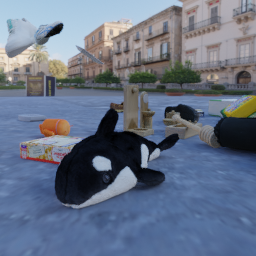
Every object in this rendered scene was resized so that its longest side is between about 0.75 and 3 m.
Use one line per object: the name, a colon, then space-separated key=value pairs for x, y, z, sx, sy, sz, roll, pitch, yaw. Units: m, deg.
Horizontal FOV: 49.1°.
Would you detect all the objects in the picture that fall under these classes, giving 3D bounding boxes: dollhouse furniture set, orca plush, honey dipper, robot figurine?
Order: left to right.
robot figurine: x=-1.806 y=0.014 z=6.989 sx=0.826 sy=0.482 sz=0.594 roll=2 pitch=-12 yaw=19
orca plush: x=-0.010 y=0.192 z=3.937 sx=1.392 sy=0.941 sz=2.646 roll=7 pitch=10 yaw=40
dollhouse furniture set: x=0.970 y=-0.491 z=7.510 sx=1.613 sy=1.314 sz=1.534 roll=6 pitch=10 yaw=35
honey dipper: x=1.554 y=-0.042 z=6.672 sx=0.387 sy=0.387 sz=2.036 roll=-2 pitch=17 yaw=-17

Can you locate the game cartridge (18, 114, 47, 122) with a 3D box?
game cartridge: x=-3.782 y=-0.401 z=10.918 sx=0.779 sy=0.239 sz=1.171 roll=-2 pitch=7 yaw=-42

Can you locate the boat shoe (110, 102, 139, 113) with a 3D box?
boat shoe: x=-0.176 y=-1.108 z=14.730 sx=1.631 sy=0.551 sz=0.587 roll=-3 pitch=8 yaw=-19

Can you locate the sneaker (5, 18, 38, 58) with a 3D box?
sneaker: x=-4.065 y=-3.431 z=10.281 sx=1.018 sy=1.197 sz=2.706 roll=-28 pitch=25 yaw=13

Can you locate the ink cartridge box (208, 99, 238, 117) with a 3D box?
ink cartridge box: x=4.722 y=-0.920 z=12.641 sx=1.784 sy=0.741 sz=1.308 roll=-6 pitch=10 yaw=-36

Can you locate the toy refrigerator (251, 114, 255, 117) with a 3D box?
toy refrigerator: x=5.041 y=-0.454 z=10.401 sx=1.289 sy=0.451 sz=0.489 roll=2 pitch=8 yaw=19

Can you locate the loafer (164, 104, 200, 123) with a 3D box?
loafer: x=1.971 y=-0.468 z=9.677 sx=0.729 sy=0.734 sz=2.018 roll=2 pitch=8 yaw=-17

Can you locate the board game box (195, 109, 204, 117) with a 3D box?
board game box: x=2.918 y=-0.682 z=12.795 sx=0.947 sy=0.242 sz=1.398 roll=1 pitch=8 yaw=9

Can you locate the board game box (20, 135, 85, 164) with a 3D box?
board game box: x=-1.113 y=0.370 z=5.014 sx=1.271 sy=0.294 sz=0.963 roll=4 pitch=9 yaw=28

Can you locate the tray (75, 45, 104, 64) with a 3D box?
tray: x=-1.562 y=-2.915 z=11.292 sx=1.212 sy=0.134 sz=0.651 roll=30 pitch=5 yaw=-42

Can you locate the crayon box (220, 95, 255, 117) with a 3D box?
crayon box: x=4.061 y=-0.670 z=9.973 sx=1.116 sy=0.458 sz=1.776 roll=-35 pitch=5 yaw=8

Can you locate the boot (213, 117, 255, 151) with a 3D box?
boot: x=2.396 y=0.138 z=4.809 sx=1.824 sy=0.824 sz=2.226 roll=9 pitch=5 yaw=38

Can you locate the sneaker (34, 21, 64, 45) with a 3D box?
sneaker: x=-2.835 y=-3.427 z=9.824 sx=1.641 sy=0.595 sz=0.590 roll=-10 pitch=12 yaw=45
